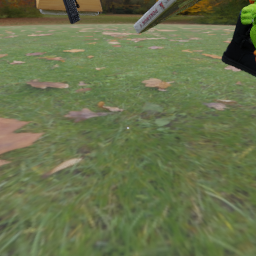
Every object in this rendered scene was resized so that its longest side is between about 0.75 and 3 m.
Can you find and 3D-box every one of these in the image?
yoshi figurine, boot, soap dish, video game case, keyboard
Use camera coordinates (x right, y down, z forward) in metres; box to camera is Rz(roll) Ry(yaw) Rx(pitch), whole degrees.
[{"bbox_3d":[2.334,-2.010,4.424,1.060,1.894,1.064,-12,9,44],"label":"yoshi figurine"},{"bbox_3d":[2.729,-1.661,5.627,1.411,1.186,0.539,23,51,9],"label":"boot"},{"bbox_3d":[-1.979,-4.481,9.288,2.078,0.844,1.635,-4,51,-15],"label":"soap dish"},{"bbox_3d":[1.785,-3.434,6.959,2.910,0.334,2.651,-32,10,-14],"label":"video game case"},{"bbox_3d":[-1.266,-2.808,6.373,0.096,0.752,0.451,9,42,30],"label":"keyboard"}]
